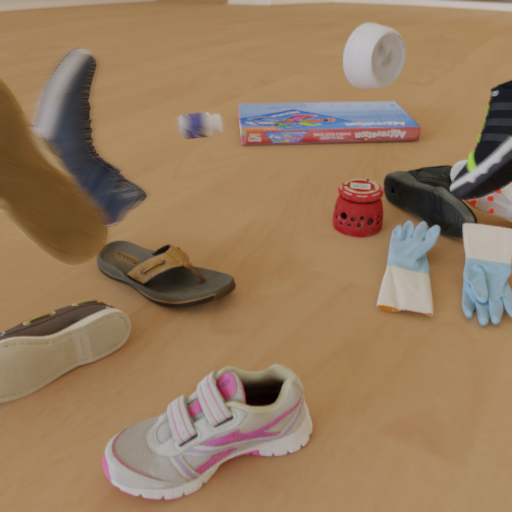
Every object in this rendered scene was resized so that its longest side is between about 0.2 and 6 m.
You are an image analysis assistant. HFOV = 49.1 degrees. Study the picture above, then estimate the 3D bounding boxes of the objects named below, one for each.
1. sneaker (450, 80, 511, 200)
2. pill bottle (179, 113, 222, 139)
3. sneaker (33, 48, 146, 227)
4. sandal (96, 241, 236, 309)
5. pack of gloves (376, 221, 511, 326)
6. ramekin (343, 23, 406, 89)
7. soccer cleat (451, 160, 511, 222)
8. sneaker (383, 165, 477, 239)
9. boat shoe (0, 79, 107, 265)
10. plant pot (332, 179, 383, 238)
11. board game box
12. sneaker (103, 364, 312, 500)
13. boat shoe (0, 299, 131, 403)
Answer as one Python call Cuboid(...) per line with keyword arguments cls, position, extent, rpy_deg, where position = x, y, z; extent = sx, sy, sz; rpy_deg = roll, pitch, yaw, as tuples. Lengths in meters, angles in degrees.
Cuboid(cls="sneaker", position=(2.795, -1.457, 6.118), extent=(0.694, 1.937, 0.802), rpy_deg=(3, 47, -46))
Cuboid(cls="pill bottle", position=(-0.917, -2.165, 9.289), extent=(0.660, 0.395, 0.395), rpy_deg=(-6, 31, 3))
Cuboid(cls="sneaker", position=(-2.438, -1.644, 8.581), extent=(1.896, 2.624, 0.998), rpy_deg=(21, -1, -9))
Cuboid(cls="sandal", position=(-1.726, 0.142, 10.042), extent=(2.935, 0.801, 1.199), rpy_deg=(22, 38, 31))
Cuboid(cls="pack of gloves", position=(3.502, 0.334, 10.231), extent=(2.234, 0.525, 2.660), rpy_deg=(10, 43, 15))
Cuboid(cls="ramekin", position=(2.479, -4.073, 11.515), extent=(1.285, 1.285, 0.674), rpy_deg=(-19, 31, -28))
Cuboid(cls="soccer cleat", position=(5.335, -1.214, 11.886), extent=(2.609, 0.904, 1.012), rpy_deg=(34, 34, 13))
Cuboid(cls="sneaker", position=(4.111, -1.303, 12.185), extent=(1.520, 1.015, 2.654), rpy_deg=(-18, 30, -15))
Cuboid(cls="boat shoe", position=(-2.857, -1.067, 6.355), extent=(1.049, 2.845, 0.984), rpy_deg=(-39, 15, -17))
Cuboid(cls="plant pot", position=(2.168, -1.037, 11.829), extent=(1.066, 0.971, 1.066), rpy_deg=(-1, 34, 0))
Cuboid(cls="board game box", position=(2.088, -4.135, 17.271), extent=(5.222, 0.508, 2.688), rpy_deg=(-2, 30, -3))
Cuboid(cls="sneaker", position=(-0.551, 1.944, 6.764), extent=(2.645, 1.167, 1.076), rpy_deg=(-15, 35, -22))
Cuboid(cls="boat shoe", position=(-3.136, 1.304, 8.101), extent=(2.589, 0.930, 0.771), rpy_deg=(-21, 32, -36))
